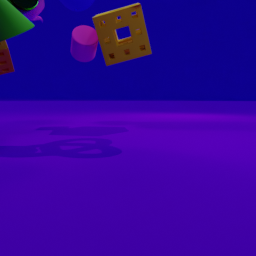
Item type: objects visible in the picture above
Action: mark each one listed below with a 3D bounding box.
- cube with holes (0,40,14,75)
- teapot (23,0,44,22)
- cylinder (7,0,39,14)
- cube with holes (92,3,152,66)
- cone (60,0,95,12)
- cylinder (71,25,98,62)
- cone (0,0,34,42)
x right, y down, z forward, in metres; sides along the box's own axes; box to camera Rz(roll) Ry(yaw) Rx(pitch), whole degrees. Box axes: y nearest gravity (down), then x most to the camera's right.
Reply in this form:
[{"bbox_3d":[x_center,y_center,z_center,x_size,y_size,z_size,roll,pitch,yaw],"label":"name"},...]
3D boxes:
[{"bbox_3d":[-3.023,-1.684,5.614,1.035,1.035,1.035,-19,-8,-19],"label":"cube with holes"},{"bbox_3d":[-2.872,-3.748,8.185,0.852,1.740,1.082,-36,67,-24],"label":"teapot"},{"bbox_3d":[-3.067,-3.354,7.005,1.169,1.169,1.169,-6,2,33],"label":"cylinder"},{"bbox_3d":[-0.144,-2.719,8.057,1.305,1.305,1.305,-14,24,6],"label":"cube with holes"},{"bbox_3d":[-1.259,-2.687,5.023,1.081,1.081,1.085,3,20,29],"label":"cone"},{"bbox_3d":[-1.331,-2.556,8.542,0.782,0.782,0.782,-2,-25,-16],"label":"cylinder"},{"bbox_3d":[-1.994,-1.799,4.153,0.871,0.875,0.871,-14,30,8],"label":"cone"}]
